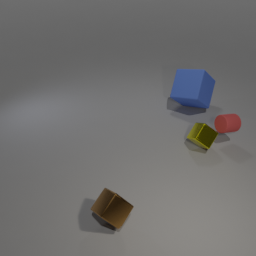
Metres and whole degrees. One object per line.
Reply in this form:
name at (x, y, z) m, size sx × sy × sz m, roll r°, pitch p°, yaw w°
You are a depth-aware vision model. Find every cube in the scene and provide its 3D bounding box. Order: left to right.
cube at (-0.424, 2.118, 7.423) m, size 0.700 × 0.700 × 0.700 m, roll -55°, pitch 25°, yaw -16°
cube at (3.020, -1.822, 13.021) m, size 1.400 × 1.400 × 1.400 m, roll 11°, pitch -6°, yaw 39°
cube at (2.766, 0.278, 10.425) m, size 0.700 × 0.700 × 0.700 m, roll 34°, pitch -5°, yaw -14°

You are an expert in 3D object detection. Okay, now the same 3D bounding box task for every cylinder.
cylinder at (3.775, -0.176, 10.613) m, size 0.700 × 0.700 × 0.700 m, roll -5°, pitch 30°, yaw -25°
